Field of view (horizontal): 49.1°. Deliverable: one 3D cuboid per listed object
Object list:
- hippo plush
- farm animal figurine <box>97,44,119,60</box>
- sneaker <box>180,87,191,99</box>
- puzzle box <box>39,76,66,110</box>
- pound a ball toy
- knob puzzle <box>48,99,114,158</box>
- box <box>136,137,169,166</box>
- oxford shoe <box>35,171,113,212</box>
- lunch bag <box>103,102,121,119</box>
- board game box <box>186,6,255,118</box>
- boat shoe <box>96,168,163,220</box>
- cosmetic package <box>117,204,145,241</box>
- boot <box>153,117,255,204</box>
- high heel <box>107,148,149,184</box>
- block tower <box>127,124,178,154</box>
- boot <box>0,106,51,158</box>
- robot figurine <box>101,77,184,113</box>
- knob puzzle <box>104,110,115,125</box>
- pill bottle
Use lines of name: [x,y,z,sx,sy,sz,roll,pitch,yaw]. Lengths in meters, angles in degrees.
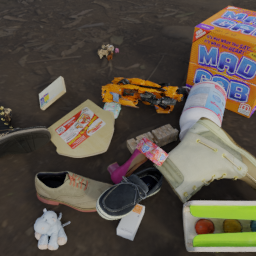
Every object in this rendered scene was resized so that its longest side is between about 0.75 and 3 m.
hippo plush: [-1.855,2.451,6.884,0.782,0.789,0.982,31,51,29]
farm animal figurine: [-0.991,-3.896,13.939,0.890,0.554,1.102,13,44,13]
sneaker: [2.442,-1.219,11.143,1.157,0.438,0.668,27,52,25]
puzzle box: [-2.924,-1.344,10.784,1.250,0.159,0.832,-34,51,19]
pound a ball toy: [2.391,2.693,6.586,2.812,1.195,1.834,-1,68,-1]
knob puzzle: [-1.430,0.194,9.480,2.476,0.343,2.476,-7,51,8]
box: [0.656,0.642,7.769,0.410,0.445,0.867,-52,34,-1]
oxford shoe: [-1.390,1.674,7.638,2.419,0.905,0.852,2,43,2]
lunch bag: [-0.607,-0.703,10.668,0.623,0.299,0.776,7,43,7]
board game box: [4.316,-2.686,10.948,2.813,2.814,2.816,29,50,29]
boat shoe: [0.119,1.619,7.330,2.317,0.721,0.864,-17,52,-43]
cosmetic package: [0.083,2.398,7.294,0.449,0.315,0.885,15,45,16]
boot: [2.334,1.346,7.664,2.184,1.018,2.825,-42,75,-8]
high heel: [0.281,1.134,8.454,1.754,0.591,0.843,-30,39,-9]
block tower: [0.811,0.407,9.304,1.702,0.460,0.492,-19,48,-17]
boot: [-4.022,0.025,9.450,2.589,0.948,1.950,-18,46,-10]
robot figurine: [0.617,-1.289,10.714,2.948,0.858,2.137,13,28,14]
knob puzzle: [-1.074,-0.147,10.046,1.514,0.210,1.514,-5,50,6]
pill bottle: [2.545,-0.436,9.603,1.343,1.343,2.469,14,47,15]
